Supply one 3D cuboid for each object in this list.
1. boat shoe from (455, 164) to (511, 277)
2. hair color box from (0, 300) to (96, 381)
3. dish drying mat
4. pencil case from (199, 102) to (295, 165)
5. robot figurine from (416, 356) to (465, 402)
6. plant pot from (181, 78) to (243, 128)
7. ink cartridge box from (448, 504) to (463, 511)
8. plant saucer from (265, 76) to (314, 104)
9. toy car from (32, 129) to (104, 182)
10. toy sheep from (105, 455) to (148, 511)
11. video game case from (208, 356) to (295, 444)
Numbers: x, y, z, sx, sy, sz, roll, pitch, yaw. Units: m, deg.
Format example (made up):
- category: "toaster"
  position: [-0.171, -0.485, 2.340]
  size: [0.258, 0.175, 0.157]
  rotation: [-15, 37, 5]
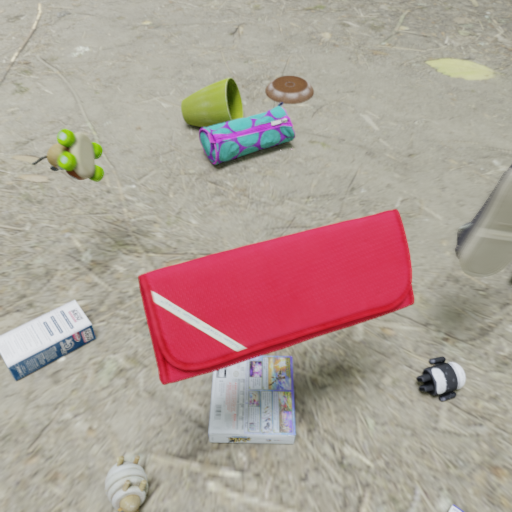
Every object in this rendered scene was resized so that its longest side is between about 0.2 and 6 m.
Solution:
- category: "boat shoe"
  position: [3.641, -0.921, 7.844]
  size: [1.018, 2.802, 0.879]
  rotation: [12, 43, -10]
- category: "hair color box"
  position: [-3.650, 1.447, 9.740]
  size: [1.491, 0.451, 0.746]
  rotation: [-28, 52, -25]
- category: "dish drying mat"
  position: [0.409, 0.419, 6.639]
  size: [3.432, 1.318, 0.312]
  rotation: [-14, 7, -21]
- category: "pencil case"
  position: [-0.213, -2.976, 13.701]
  size: [2.267, 1.047, 0.964]
  rotation: [-21, 90, -18]
- category: "robot figurine"
  position: [3.033, 2.017, 9.180]
  size: [0.766, 0.575, 0.478]
  rotation: [-12, 30, -11]
- category: "plant pot"
  position: [-1.191, -3.847, 14.557]
  size: [1.383, 1.294, 1.294]
  rotation: [-5, 43, 18]
- category: "ink cartridge box"
  position: [2.557, 3.997, 7.391]
  size: [0.606, 0.237, 1.279]
  rotation: [31, 55, 27]
- category: "plant saucer"
  position: [0.965, -4.822, 16.071]
  size: [1.412, 0.258, 1.412]
  rotation: [1, 46, -1]
- category: "toy car"
  position: [-3.339, -1.642, 9.732]
  size: [1.045, 0.858, 0.824]
  rotation: [-11, 77, 23]
- category: "toy sheep"
  position: [-1.828, 3.200, 7.902]
  size: [0.658, 0.658, 0.955]
  rotation: [-13, 33, -13]
- category: "video game case"
  position: [-0.056, 2.281, 9.002]
  size: [1.318, 0.330, 1.454]
  rotation: [1, 45, 1]
